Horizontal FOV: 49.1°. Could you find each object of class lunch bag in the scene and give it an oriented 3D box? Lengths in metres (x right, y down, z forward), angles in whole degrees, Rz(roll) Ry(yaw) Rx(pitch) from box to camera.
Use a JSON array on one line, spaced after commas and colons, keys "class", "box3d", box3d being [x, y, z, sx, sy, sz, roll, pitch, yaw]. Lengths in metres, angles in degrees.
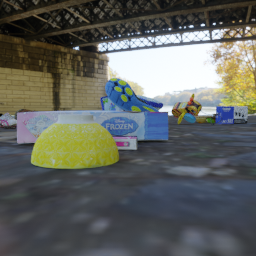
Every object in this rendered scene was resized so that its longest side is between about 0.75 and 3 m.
[{"class": "lunch bag", "box3d": [0.243, -0.923, 13.039, 2.349, 1.497, 1.997, -9, -1, 28]}]

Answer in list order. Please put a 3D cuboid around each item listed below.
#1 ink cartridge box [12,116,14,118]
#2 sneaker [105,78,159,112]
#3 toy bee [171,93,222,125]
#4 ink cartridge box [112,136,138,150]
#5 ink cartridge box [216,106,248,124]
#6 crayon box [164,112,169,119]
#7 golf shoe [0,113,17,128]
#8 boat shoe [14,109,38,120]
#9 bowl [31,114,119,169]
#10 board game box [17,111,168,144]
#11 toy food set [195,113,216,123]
[{"class": "ink cartridge box", "box3d": [-5.300, -0.337, 12.591, 0.632, 0.358, 0.862, 2, 4, 34]}, {"class": "sneaker", "box3d": [0.152, -0.785, 9.782, 2.428, 0.861, 1.006, 40, -9, 3]}, {"class": "toy bee", "box3d": [2.785, -0.933, 12.309, 2.353, 1.540, 1.279, -12, -43, 36]}, {"class": "ink cartridge box", "box3d": [-0.405, 0.233, 4.497, 1.118, 0.207, 0.529, -2, 3, 2]}, {"class": "ink cartridge box", "box3d": [4.907, -0.610, 13.212, 1.778, 0.836, 0.393, -1, 4, -29]}, {"class": "crayon box", "box3d": [1.357, -0.664, 16.170, 1.443, 0.592, 2.296, -1, 3, -18]}, {"class": "golf shoe", "box3d": [-4.259, -0.268, 9.901, 1.199, 0.552, 0.435, 4, 4, 33]}, {"class": "boat shoe", "box3d": [-4.164, -0.493, 12.314, 0.666, 0.704, 1.958, 0, 3, 14]}, {"class": "bowl", "box3d": [-0.615, 0.115, 3.325, 1.027, 0.553, 1.027, 1, 4, 0]}, {"class": "board game box", "box3d": [-0.854, -0.095, 6.344, 2.743, 0.598, 2.756, -2, 4, -13]}, {"class": "toy food set", "box3d": [3.862, -0.401, 14.386, 2.014, 0.404, 1.391, -4, -8, 44]}]
